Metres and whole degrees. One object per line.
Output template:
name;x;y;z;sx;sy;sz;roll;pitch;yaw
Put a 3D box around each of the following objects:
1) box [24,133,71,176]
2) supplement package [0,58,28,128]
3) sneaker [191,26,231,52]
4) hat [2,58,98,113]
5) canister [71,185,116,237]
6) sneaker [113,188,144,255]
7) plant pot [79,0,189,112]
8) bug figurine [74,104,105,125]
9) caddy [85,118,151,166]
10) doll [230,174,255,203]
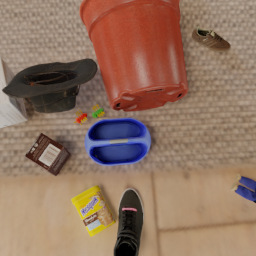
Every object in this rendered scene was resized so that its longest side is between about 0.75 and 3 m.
box;-2.093;0.723;7.405;0.742;0.904;0.750;29;73;9
supplement package;-4.197;-0.699;7.601;2.323;1.408;1.391;-17;73;-5
sneaker;2.627;-2.780;8.777;1.294;0.489;0.456;22;73;7
hat;-1.835;-0.962;7.234;2.526;1.019;2.526;-8;29;5
canister;-0.869;2.123;7.191;0.785;0.457;1.057;-28;75;-9
sneaker;0.047;2.415;6.819;0.689;0.967;1.949;3;71;3
plant pot;0.301;-2.012;7.499;2.819;2.819;2.742;-10;80;-3
bug figurine;-0.936;-0.085;7.980;0.920;0.305;1.187;-34;80;-4
caddy;-0.272;0.363;7.382;1.713;0.899;1.211;-4;85;-6
doll;3.514;1.718;7.372;1.444;0.350;0.985;27;75;9
